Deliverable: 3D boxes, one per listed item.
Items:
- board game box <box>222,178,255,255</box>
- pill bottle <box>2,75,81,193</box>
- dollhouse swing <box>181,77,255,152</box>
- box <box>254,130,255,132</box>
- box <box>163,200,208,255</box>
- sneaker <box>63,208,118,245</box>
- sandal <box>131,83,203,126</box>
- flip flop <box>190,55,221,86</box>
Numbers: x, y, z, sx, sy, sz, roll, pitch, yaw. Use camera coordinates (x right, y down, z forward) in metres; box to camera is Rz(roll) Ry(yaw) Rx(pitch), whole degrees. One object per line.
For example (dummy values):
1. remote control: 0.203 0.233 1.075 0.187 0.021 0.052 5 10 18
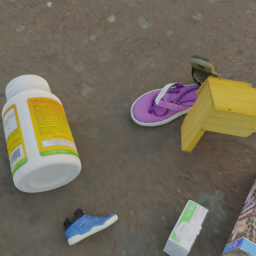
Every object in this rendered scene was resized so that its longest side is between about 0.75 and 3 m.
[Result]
1. board game box: 3.854 2.319 6.542 2.116 1.285 2.654 30 64 16
2. pill bottle: -2.452 0.052 7.618 1.657 1.657 2.984 -18 62 -10
3. dollhouse swing: 2.487 -0.203 7.617 1.731 1.674 1.905 10 33 2
4. box: 3.718 -0.523 8.687 0.277 0.297 1.433 -4 54 -14
5. box: 1.360 2.430 6.579 0.530 0.967 1.096 27 57 19
6. sneaker: -0.973 2.284 7.016 1.322 0.507 0.735 -25 71 -6
7. sandal: 1.486 -0.954 8.736 3.007 0.739 1.224 -17 61 -12
8. flip flop: 2.302 -1.584 8.504 0.870 2.146 0.618 16 90 23
